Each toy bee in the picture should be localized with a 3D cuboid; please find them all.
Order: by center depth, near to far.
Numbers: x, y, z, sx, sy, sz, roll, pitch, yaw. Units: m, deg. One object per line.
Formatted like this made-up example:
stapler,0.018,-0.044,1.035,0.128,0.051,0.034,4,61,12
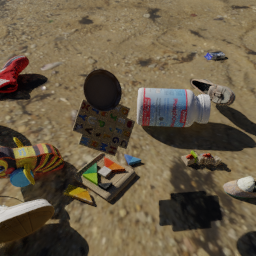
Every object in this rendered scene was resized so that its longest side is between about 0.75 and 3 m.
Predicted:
toy bee,-3.393,1.074,8.371,1.895,1.574,2.895,31,49,29

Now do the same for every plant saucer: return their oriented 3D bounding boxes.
plant saucer,-0.683,-0.973,7.338,1.119,1.119,0.179,-31,13,-31

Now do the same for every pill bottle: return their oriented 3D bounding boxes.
pill bottle,1.678,-0.761,10.612,2.639,1.435,1.435,2,40,3

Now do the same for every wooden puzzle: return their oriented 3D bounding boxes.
wooden puzzle,-0.735,1.471,8.880,1.616,0.280,2.396,22,45,24

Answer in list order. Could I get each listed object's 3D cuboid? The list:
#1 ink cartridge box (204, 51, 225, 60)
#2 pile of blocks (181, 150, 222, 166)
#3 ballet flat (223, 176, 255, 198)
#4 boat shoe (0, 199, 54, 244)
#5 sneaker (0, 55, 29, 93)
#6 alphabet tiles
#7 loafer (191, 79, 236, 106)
ink cartridge box,4.744,-3.982,15.370,1.055,0.207,0.524,-12,43,-13
pile of blocks,2.483,0.944,9.395,1.320,0.410,0.542,1,40,1
ballet flat,3.809,1.731,8.310,1.827,0.614,0.622,5,40,6
boat shoe,-3.419,2.400,7.199,2.918,1.033,1.011,-19,44,-19
sneaker,-5.313,-2.407,13.152,1.388,0.941,2.403,31,61,21
alphabet tiles,-0.650,-0.071,8.099,1.824,1.518,0.058,22,-8,-30
loafer,3.259,-1.441,11.018,0.671,0.767,2.135,10,20,-27
